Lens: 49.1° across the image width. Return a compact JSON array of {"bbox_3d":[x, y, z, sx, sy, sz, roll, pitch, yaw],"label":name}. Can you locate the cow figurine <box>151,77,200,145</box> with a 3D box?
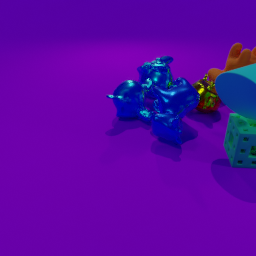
[{"bbox_3d":[1.216,-0.439,6.951,1.664,0.913,1.637,-25,48,-15],"label":"cow figurine"}]

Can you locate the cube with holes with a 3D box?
[{"bbox_3d":[2.701,0.276,6.144,0.866,0.866,0.866,2,31,4],"label":"cube with holes"}]

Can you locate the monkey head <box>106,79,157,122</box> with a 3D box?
[{"bbox_3d":[0.216,-0.755,7.688,1.248,1.045,1.734,23,37,38],"label":"monkey head"}]

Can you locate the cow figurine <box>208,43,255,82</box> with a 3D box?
[{"bbox_3d":[3.413,-1.762,8.841,1.716,1.688,0.942,1,37,-19],"label":"cow figurine"}]

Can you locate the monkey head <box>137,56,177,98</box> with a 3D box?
[{"bbox_3d":[1.005,-1.618,8.935,1.935,1.166,1.392,8,35,40],"label":"monkey head"}]

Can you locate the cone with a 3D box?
[{"bbox_3d":[2.701,-1.046,5.753,1.264,1.260,1.260,-45,46,-13],"label":"cone"}]

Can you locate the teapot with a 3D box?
[{"bbox_3d":[2.257,-1.015,8.122,1.067,0.840,1.716,22,36,-11],"label":"teapot"}]
